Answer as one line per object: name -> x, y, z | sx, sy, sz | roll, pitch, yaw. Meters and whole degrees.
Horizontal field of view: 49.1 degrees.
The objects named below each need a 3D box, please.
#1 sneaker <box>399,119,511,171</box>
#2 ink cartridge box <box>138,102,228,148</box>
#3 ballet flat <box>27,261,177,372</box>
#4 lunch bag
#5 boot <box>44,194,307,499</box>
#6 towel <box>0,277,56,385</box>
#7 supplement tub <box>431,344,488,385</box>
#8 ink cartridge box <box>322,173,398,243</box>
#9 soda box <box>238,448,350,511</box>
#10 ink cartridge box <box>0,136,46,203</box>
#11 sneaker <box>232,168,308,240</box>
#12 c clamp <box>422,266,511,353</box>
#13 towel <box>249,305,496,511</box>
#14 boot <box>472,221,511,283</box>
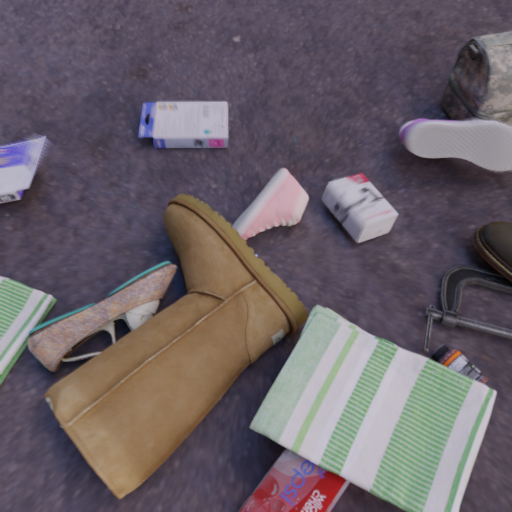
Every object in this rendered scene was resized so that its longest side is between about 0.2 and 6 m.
sneaker -> 3.845, -2.215, 10.531 | 2.304, 0.835, 1.314 | 10, 18, -3
ink cartridge box -> -1.432, -2.631, 11.238 | 1.738, 0.365, 1.037 | 0, 56, -3
ballet flat -> -2.222, 1.002, 8.723 | 2.523, 0.859, 0.848 | -28, 82, -12
lunch bag -> 4.997, -3.506, 10.890 | 2.230, 1.871, 1.554 | -11, 58, -7
boot -> -1.517, 1.034, 8.367 | 3.688, 1.219, 3.229 | -38, 65, -21
towel -> -4.773, 1.009, 8.910 | 2.545, 0.298, 1.941 | 18, 59, 11
supplement tub -> 3.016, 1.706, 8.381 | 0.430, 0.430, 0.804 | -34, 63, -20
ink cartridge box -> 1.836, -0.864, 9.931 | 0.814, 0.467, 1.120 | -18, 57, -27
soda box -> 0.863, 2.741, 7.469 | 0.896, 0.812, 2.561 | 34, 64, 20
ink cartridge box -> -4.438, -1.543, 10.251 | 1.263, 0.274, 1.251 | -8, 57, 19
sneaker -> 0.257, -0.638, 9.768 | 0.871, 0.627, 1.666 | 41, 85, -15
c clamp -> 3.757, 0.980, 8.965 | 2.170, 0.294, 1.854 | 10, 51, 6
towel -> 1.563, 1.971, 7.298 | 2.662, 0.311, 2.031 | 25, 60, 14
boot -> 5.456, -0.045, 8.594 | 3.812, 1.847, 1.424 | 25, 51, 15
